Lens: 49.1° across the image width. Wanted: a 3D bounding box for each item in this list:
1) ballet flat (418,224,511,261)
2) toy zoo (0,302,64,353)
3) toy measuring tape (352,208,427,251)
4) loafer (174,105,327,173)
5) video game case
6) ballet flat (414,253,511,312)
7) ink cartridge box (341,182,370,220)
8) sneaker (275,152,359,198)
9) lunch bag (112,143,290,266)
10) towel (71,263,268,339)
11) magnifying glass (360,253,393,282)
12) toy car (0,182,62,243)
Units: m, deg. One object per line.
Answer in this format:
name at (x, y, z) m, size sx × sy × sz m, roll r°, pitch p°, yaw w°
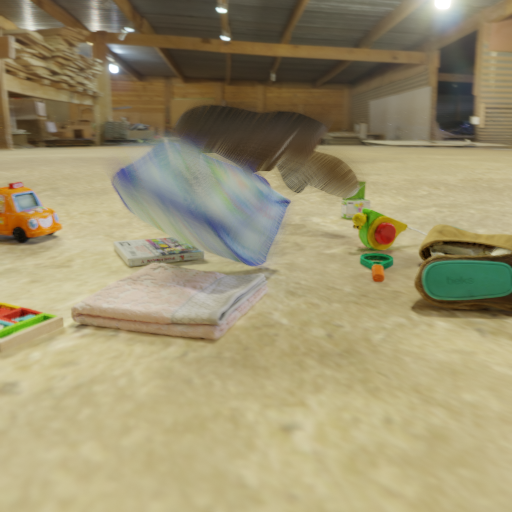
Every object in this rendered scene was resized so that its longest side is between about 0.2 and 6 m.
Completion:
ballet flat at (4.007, 0.073, 9.723) m, size 0.843 × 0.918 × 2.674 m, roll -39°, pitch 28°, yaw -22°
toy zoo at (-3.448, 0.891, 7.390) m, size 1.499 × 0.153 × 0.983 m, roll 8°, pitch 16°, yaw 28°
toy measuring tape at (2.874, -0.382, 11.841) m, size 2.195 × 0.807 × 0.807 m, roll 18°, pitch 5°, yaw -27°
loafer at (-0.023, -2.221, 11.401) m, size 3.580 × 1.271 × 1.307 m, roll -6°, pitch 32°, yaw -36°
video game case at (-1.996, -0.115, 11.306) m, size 1.492 × 0.188 × 1.637 m, roll -6°, pitch 15°, yaw -22°
ballet flat at (3.778, 0.421, 8.121) m, size 2.902 × 0.984 × 1.050 m, roll -1°, pitch -5°, yaw 12°
ink cartridge box at (2.694, -1.496, 15.112) m, size 0.718 × 0.972 × 0.368 m, roll -4°, pitch 15°, yaw -14°
sneaker at (1.485, -1.911, 13.740) m, size 2.389 × 0.837 × 1.296 m, roll 30°, pitch -12°, yaw 23°
lunch bag at (-0.875, -0.843, 9.441) m, size 2.175 × 1.630 × 2.558 m, roll 24°, pitch 12°, yaw 16°
towel at (-1.153, 0.576, 8.227) m, size 2.183 × 0.368 × 2.286 m, roll 4°, pitch 14°, yaw 17°
magnifying glass at (2.200, 0.195, 10.181) m, size 0.626 × 0.176 × 1.573 m, roll 3°, pitch 13°, yaw 10°
toy car at (-6.182, -0.804, 11.778) m, size 1.905 × 1.293 × 3.885 m, roll 10°, pitch 17°, yaw 36°
